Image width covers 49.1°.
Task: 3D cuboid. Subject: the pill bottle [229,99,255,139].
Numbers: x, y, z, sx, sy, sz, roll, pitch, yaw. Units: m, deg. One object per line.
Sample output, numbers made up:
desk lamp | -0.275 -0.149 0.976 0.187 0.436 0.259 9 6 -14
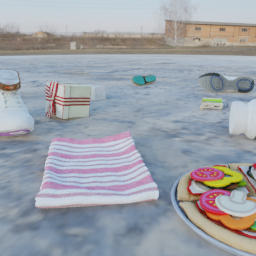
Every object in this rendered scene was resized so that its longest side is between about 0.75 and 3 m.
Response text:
pill bottle | 3.570 -0.197 7.096 1.801 1.048 1.048 4 18 12

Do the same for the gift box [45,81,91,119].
gift box | -2.096 -0.916 9.231 1.312 1.211 1.225 12 13 41

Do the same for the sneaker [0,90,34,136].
sneaker | -3.461 -0.640 7.771 1.097 1.459 2.929 -3 17 -40

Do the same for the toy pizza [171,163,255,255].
toy pizza | 1.975 1.028 4.293 2.601 0.412 2.601 0 18 0

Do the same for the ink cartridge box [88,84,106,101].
ink cartridge box | -1.414 -1.543 12.047 0.585 0.582 0.805 -16 24 -41

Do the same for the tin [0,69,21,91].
tin | -3.339 -1.356 7.784 0.631 0.236 1.127 -6 36 -24

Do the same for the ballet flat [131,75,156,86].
ballet flat | 0.809 -2.627 15.728 1.803 0.619 0.568 -11 -7 -37

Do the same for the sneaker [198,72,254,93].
sneaker | 4.687 -2.133 13.687 2.604 0.970 1.134 9 9 3

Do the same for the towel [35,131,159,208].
towel | -0.650 0.672 5.457 1.939 0.396 2.650 -3 18 -8

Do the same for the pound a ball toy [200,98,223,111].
pound a ball toy | 3.038 -0.806 10.294 0.837 0.356 0.546 2 43 6
